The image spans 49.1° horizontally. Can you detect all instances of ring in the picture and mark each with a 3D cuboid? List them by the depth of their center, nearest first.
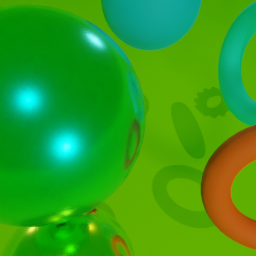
[{"bbox_3d":[1.550,0.649,2.863,1.569,1.569,0.314,10,26,8],"label":"ring"},{"bbox_3d":[1.805,-0.842,3.729,0.344,1.722,1.722,-4,49,-18],"label":"ring"}]

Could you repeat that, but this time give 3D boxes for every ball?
[{"bbox_3d":[-0.548,-0.067,1.788,1.321,1.321,1.321,0,49,0],"label":"ball"},{"bbox_3d":[-0.455,1.120,2.172,1.053,1.053,1.053,0,49,0],"label":"ball"},{"bbox_3d":[0.292,-1.665,3.617,1.279,1.279,1.279,0,49,0],"label":"ball"}]
